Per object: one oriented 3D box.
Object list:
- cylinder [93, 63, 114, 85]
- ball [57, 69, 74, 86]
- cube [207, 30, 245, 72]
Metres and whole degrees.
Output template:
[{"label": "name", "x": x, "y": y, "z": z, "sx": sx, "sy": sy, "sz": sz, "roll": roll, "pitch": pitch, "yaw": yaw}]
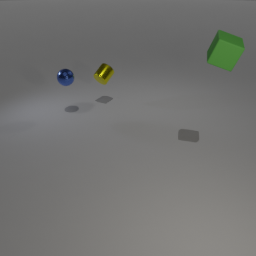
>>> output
[{"label": "cylinder", "x": -1.088, "y": -2.434, "z": 12.649, "sx": 0.700, "sy": 0.700, "sz": 0.700, "roll": 21, "pitch": 70, "yaw": 34}, {"label": "ball", "x": -2.532, "y": -2.053, "z": 11.371, "sx": 0.700, "sy": 0.700, "sz": 0.700, "roll": 0, "pitch": 28, "yaw": 0}, {"label": "cube", "x": 2.573, "y": -2.057, "z": 7.439, "sx": 0.700, "sy": 0.700, "sz": 0.700, "roll": 20, "pitch": 42, "yaw": -1}]
